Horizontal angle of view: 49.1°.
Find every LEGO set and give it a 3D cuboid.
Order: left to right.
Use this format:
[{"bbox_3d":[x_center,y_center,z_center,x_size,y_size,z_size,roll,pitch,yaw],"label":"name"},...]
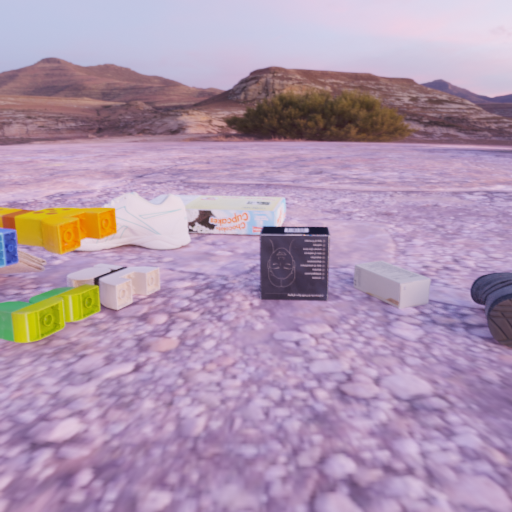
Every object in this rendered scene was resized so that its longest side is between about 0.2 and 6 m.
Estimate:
[{"bbox_3d":[-3.310,0.161,7.247,1.878,1.745,4.575,7,15,23],"label":"LEGO set"}]

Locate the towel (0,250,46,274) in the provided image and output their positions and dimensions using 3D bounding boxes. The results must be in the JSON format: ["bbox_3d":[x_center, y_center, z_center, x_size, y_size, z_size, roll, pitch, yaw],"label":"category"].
[{"bbox_3d":[-4.363,0.096,9.374,1.454,0.251,0.964,-4,-19,23],"label":"towel"}]

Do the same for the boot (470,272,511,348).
[{"bbox_3d":[4.227,0.596,7.248,2.600,0.907,1.712,7,14,15],"label":"boot"}]

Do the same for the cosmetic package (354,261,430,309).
[{"bbox_3d":[2.096,0.432,8.757,0.606,0.410,1.153,-7,16,-23],"label":"cosmetic package"}]

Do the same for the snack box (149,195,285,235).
[{"bbox_3d":[-1.055,-1.044,13.878,3.390,0.629,1.970,2,16,10],"label":"snack box"}]

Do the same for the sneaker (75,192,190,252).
[{"bbox_3d":[-2.922,-0.756,11.799,3.006,1.204,1.057,-3,17,-7],"label":"sneaker"}]

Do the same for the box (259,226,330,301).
[{"bbox_3d":[0.598,0.109,8.720,1.068,1.050,0.662,1,15,5],"label":"box"}]
